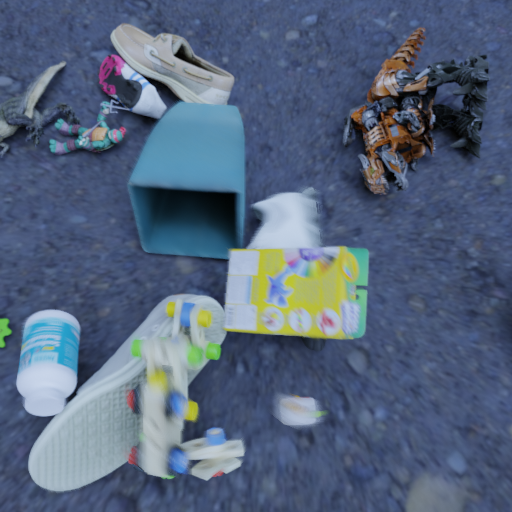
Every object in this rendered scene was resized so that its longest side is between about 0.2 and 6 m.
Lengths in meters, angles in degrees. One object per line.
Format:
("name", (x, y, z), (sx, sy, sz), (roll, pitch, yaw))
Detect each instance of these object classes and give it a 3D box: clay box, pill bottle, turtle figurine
("clay box", (0.586, 0.513, 7.812), (2.119, 0.504, 1.217), (0, 80, 30))
("pill bottle", (-2.794, 1.447, 7.556), (0.743, 0.743, 1.341), (-10, 46, -5))
("turtle figurine", (-3.001, -2.234, 10.260), (1.474, 0.742, 1.104), (-4, 44, 17))

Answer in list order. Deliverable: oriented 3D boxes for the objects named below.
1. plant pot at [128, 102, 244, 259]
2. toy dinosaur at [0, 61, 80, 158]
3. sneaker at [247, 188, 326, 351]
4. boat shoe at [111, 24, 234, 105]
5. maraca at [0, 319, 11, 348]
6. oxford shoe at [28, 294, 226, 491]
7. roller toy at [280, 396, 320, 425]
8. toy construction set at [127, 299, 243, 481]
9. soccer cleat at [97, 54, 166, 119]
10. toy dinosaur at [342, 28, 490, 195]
("plant pot", (-0.957, -1.419, 9.375), (1.655, 1.656, 2.343), (4, 54, 2))
("toy dinosaur", (-4.238, -2.624, 10.467), (1.415, 0.762, 3.210), (23, 62, 22))
("sneaker", (0.485, 0.233, 8.911), (1.262, 1.057, 2.852), (-7, 55, 3))
("boat shoe", (-1.590, -3.784, 10.741), (2.812, 0.913, 1.015), (39, 36, 15))
("maraca", (-4.294, 1.099, 8.706), (0.972, 0.520, 0.666), (24, 86, 2))
("oxford shoe", (-1.802, 1.860, 8.053), (3.396, 1.277, 0.981), (-47, 33, -16))
("roller toy", (0.534, 1.995, 7.268), (0.498, 0.454, 0.348), (5, 76, -37))
("toy construction set", (-0.951, 1.867, 7.168), (1.110, 1.580, 2.410), (-10, 100, 15))
("soccer cleat", (-2.424, -3.217, 10.865), (0.707, 0.874, 2.024), (-52, 48, 14))
("toy dinosaur", (2.834, -2.778, 10.102), (2.449, 1.843, 3.608), (4, 84, 19))
